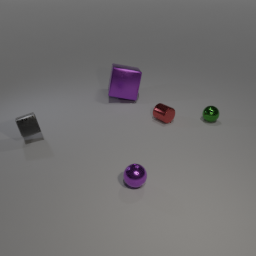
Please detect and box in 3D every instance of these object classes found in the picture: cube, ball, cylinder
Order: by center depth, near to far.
[{"bbox_3d":[0.211,1.391,8.210,0.700,0.700,0.700,0,28,0],"label":"ball"},{"bbox_3d":[-3.696,-0.116,10.369,0.700,0.700,0.700,-21,17,-17],"label":"cube"},{"bbox_3d":[3.516,-0.601,11.883,0.700,0.700,0.700,0,28,0],"label":"ball"},{"bbox_3d":[1.535,-0.635,11.954,0.700,0.700,0.700,-22,36,-35],"label":"cylinder"},{"bbox_3d":[-0.190,-2.309,13.897,1.400,1.400,1.400,8,20,-8],"label":"cube"}]
